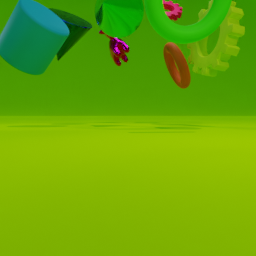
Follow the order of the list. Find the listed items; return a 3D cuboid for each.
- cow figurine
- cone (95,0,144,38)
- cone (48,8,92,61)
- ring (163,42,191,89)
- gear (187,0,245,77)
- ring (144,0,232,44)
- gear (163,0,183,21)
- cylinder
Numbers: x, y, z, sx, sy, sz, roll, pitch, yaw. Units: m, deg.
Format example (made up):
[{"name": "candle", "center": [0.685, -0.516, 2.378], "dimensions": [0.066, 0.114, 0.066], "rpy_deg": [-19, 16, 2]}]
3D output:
[{"name": "cow figurine", "center": [-0.542, -3.411, 11.296], "dimensions": [0.807, 1.447, 1.470], "rpy_deg": [-31, -17, -13]}, {"name": "cone", "center": [-0.402, -3.018, 7.005], "dimensions": [1.386, 1.386, 1.391], "rpy_deg": [1, 15, 13]}, {"name": "cone", "center": [-2.124, -2.912, 9.274], "dimensions": [1.493, 1.499, 1.493], "rpy_deg": [19, 27, -10]}, {"name": "ring", "center": [1.617, -2.065, 9.326], "dimensions": [0.322, 1.608, 1.608], "rpy_deg": [-24, 4, -1]}, {"name": "gear", "center": [2.428, -2.551, 8.014], "dimensions": [0.383, 2.068, 2.068], "rpy_deg": [5, 1, -20]}, {"name": "ring", "center": [0.953, -2.043, 4.380], "dimensions": [1.418, 1.418, 0.284], "rpy_deg": [0, 30, -9]}, {"name": "gear", "center": [1.419, -4.446, 10.596], "dimensions": [1.249, 1.249, 0.231], "rpy_deg": [0, -41, -6]}, {"name": "cylinder", "center": [-2.492, -2.361, 7.362], "dimensions": [1.392, 1.392, 1.392], "rpy_deg": [-47, -21, 25]}]
